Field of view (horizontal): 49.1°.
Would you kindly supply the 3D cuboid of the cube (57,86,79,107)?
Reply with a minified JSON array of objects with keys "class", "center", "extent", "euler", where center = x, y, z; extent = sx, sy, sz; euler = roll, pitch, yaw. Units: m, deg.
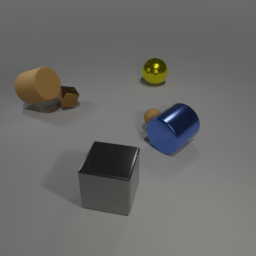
[{"class":"cube","center":[-2.718,-1.420,12.704],"extent":[0.700,0.700,0.700],"euler":[-1,37,-36]}]

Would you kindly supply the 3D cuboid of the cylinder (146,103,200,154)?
[{"class":"cylinder","center":[1.621,0.003,10.067],"extent":[1.400,1.400,1.400],"euler":[28,46,36]}]

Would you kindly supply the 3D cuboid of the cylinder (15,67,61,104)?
[{"class":"cylinder","center":[-3.893,-1.826,12.115],"extent":[1.400,1.400,1.400],"euler":[-4,26,35]}]

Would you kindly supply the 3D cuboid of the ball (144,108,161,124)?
[{"class":"ball","center":[0.971,-0.420,10.884],"extent":[0.700,0.700,0.700],"euler":[0,33,0]}]

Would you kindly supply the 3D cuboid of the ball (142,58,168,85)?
[{"class":"ball","center":[1.426,-3.004,14.841],"extent":[1.400,1.400,1.400],"euler":[0,33,0]}]

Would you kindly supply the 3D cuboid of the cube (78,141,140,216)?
[{"class":"cube","center":[-0.481,1.400,7.988],"extent":[1.400,1.400,1.400],"euler":[7,34,10]}]
